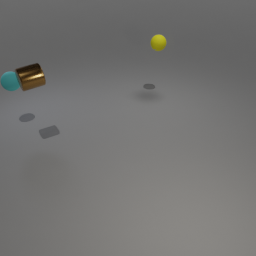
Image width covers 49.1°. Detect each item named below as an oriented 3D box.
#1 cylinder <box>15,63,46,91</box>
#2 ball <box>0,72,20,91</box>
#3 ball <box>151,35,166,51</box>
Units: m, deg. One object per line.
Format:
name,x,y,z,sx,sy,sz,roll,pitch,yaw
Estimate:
cylinder,-2.949,-1.538,8.461,0.700,0.700,0.700,-23,39,-24
ball,-4.263,-1.698,10.203,0.700,0.700,0.700,0,33,0
ball,1.355,-3.787,12.468,0.700,0.700,0.700,0,33,0
